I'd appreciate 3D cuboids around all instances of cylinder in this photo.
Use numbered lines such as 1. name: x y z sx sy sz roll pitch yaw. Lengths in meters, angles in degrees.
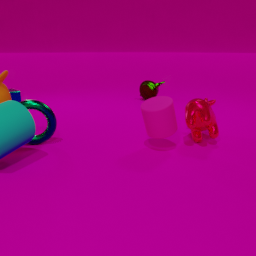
1. cylinder: -2.450 0.049 5.381 0.937 0.937 0.937 8 27 25
2. cylinder: 0.698 -0.243 6.239 0.716 0.716 0.716 -12 28 7

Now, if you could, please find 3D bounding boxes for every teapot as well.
1. teapot: 0.977 -1.655 11.984 0.693 0.880 1.416 -26 -1 -43

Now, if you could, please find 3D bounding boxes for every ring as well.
1. ring: -2.257 -0.126 6.609 1.125 1.125 0.225 -3 24 -8

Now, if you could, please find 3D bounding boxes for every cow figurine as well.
1. cow figurine: 1.818 -0.376 7.014 0.802 1.461 1.437 -15 53 22

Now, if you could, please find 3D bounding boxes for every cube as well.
1. cube: -4.355 -0.980 10.108 0.742 0.742 0.742 17 24 42

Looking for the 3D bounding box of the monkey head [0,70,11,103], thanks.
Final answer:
1. monkey head: -3.272 -0.607 6.472 0.953 1.582 1.138 12 10 -2
